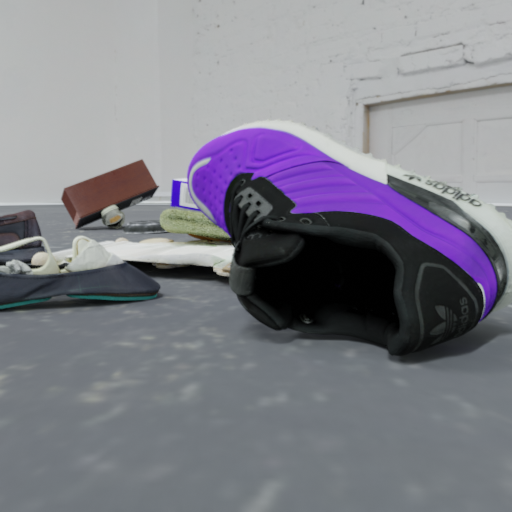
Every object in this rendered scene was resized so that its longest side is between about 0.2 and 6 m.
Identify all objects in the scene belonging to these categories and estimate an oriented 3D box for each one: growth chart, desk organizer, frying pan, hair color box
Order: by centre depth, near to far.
[{"bbox_3d":[-1.090,-0.007,8.329,4.077,0.362,2.950,3,7,23],"label":"growth chart"},{"bbox_3d":[-0.709,-1.093,9.950,0.885,0.525,1.620,13,16,24],"label":"hair color box"},{"bbox_3d":[-2.432,-0.783,15.001,2.273,0.370,1.375,-5,9,-15],"label":"frying pan"},{"bbox_3d":[-4.182,-1.797,16.055,2.526,0.973,0.906,-28,-3,-29],"label":"desk organizer"}]

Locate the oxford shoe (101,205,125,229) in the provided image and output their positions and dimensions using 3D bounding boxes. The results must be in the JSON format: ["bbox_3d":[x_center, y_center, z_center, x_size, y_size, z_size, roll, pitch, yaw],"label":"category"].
[{"bbox_3d":[-4.067,-1.006,16.117,0.679,0.522,1.806,-33,-1,-11],"label":"oxford shoe"}]

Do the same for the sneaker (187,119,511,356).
[{"bbox_3d":[0.267,-0.231,4.711,3.449,1.199,1.715,25,40,38],"label":"sneaker"}]

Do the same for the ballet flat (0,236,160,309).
[{"bbox_3d":[-1.970,0.153,5.615,2.058,0.752,0.752,-3,7,-23],"label":"ballet flat"}]

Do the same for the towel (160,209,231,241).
[{"bbox_3d":[-0.607,-0.462,9.344,2.007,0.366,1.489,8,-1,-9],"label":"towel"}]

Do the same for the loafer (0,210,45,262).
[{"bbox_3d":[-4.674,-0.341,9.067,2.640,0.831,0.949,1,7,10],"label":"loafer"}]

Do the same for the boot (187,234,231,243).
[{"bbox_3d":[-0.121,-0.625,11.613,2.405,0.846,1.722,2,-2,-31],"label":"boot"}]
